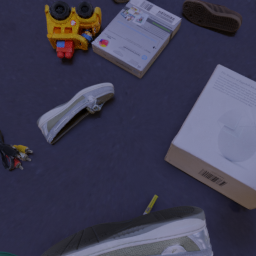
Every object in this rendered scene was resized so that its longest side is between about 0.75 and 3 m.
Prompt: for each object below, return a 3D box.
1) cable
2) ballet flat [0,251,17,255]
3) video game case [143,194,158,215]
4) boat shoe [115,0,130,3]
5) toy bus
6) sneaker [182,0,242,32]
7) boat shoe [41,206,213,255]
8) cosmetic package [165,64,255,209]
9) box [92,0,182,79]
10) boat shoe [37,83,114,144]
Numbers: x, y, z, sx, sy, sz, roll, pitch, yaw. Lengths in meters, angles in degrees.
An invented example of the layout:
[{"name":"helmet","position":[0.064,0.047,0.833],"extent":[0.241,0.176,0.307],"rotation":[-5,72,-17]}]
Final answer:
[{"name":"cable","position":[-3.536,0.615,8.130],"extent":[1.683,0.424,0.817],"rotation":[30,88,24]},{"name":"ballet flat","position":[-1.643,2.708,4.487],"extent":[0.902,2.469,0.902],"rotation":[-17,48,20]},{"name":"video game case","position":[0.525,2.095,7.185],"extent":[0.106,0.830,0.750],"rotation":[30,72,12]},{"name":"boat shoe","position":[0.561,-5.227,10.077],"extent":[2.424,0.872,0.797],"rotation":[-15,74,3]},{"name":"toy bus","position":[-1.751,-3.058,9.099],"extent":[1.779,1.207,1.708],"rotation":[-1,82,-3]},{"name":"sneaker","position":[2.923,-3.946,9.732],"extent":[2.088,0.735,0.789],"rotation":[28,49,9]},{"name":"boat shoe","position":[-0.059,1.891,4.218],"extent":[2.655,0.978,0.851],"rotation":[-14,87,-4]},{"name":"cosmetic package","position":[2.831,0.239,7.464],"extent":[2.665,1.643,2.673],"rotation":[30,72,11]},{"name":"box","position":[0.322,-3.112,9.390],"extent":[1.950,0.515,2.502],"rotation":[32,71,12]},{"name":"boat shoe","position":[-1.415,-0.473,8.193],"extent":[2.477,0.913,0.794],"rotation":[-30,78,-7]}]
